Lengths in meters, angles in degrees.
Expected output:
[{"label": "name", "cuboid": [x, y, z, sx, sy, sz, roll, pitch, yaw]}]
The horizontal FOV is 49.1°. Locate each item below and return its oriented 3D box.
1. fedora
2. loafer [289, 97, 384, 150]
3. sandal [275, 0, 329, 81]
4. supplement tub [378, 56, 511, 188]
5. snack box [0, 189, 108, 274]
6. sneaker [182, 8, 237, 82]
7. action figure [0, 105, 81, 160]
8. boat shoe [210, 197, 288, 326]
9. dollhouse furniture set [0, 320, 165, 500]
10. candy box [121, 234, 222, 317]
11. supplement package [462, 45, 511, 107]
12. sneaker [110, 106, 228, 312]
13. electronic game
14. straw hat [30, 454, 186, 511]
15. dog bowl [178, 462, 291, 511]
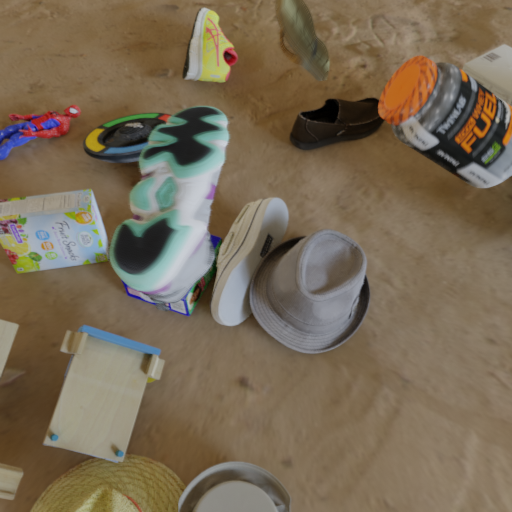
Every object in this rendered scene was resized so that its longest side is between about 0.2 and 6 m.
[{"label": "fedora", "cuboid": [1.105, 0.409, 9.787, 2.113, 1.079, 2.390, 41, 56, 12]}, {"label": "loafer", "cuboid": [1.996, -3.227, 13.095, 2.540, 0.906, 0.927, -23, 55, -18]}, {"label": "sandal", "cuboid": [0.843, -4.240, 11.135, 0.622, 2.305, 0.926, 4, 76, 28]}, {"label": "supplement tub", "cuboid": [2.898, -1.967, 8.242, 2.060, 1.262, 1.262, 25, 48, -21]}, {"label": "snack box", "cuboid": [-3.789, -0.439, 10.453, 1.772, 1.494, 0.600, -9, 51, -6]}, {"label": "sneaker", "cuboid": [-1.146, -5.506, 14.962, 1.333, 1.154, 2.952, 11, 51, -10]}, {"label": "action figure", "cuboid": [-5.376, -2.906, 13.037, 2.763, 0.714, 0.904, -29, 54, -25]}, {"label": "boat shoe", "cuboid": [-0.295, 0.041, 10.470, 0.907, 0.993, 2.760, 0, 58, 39]}, {"label": "dollhouse furniture set", "cuboid": [-3.127, 2.472, 8.637, 2.797, 1.825, 2.640, 20, 67, -21]}, {"label": "candy box", "cuboid": [-1.524, 0.195, 10.515, 1.334, 0.608, 1.577, 17, 54, 15]}, {"label": "supplement package", "cuboid": [5.409, -3.446, 12.665, 1.399, 1.844, 1.389, -29, 57, -22]}, {"label": "sneaker", "cuboid": [-1.036, -0.571, 8.006, 1.095, 1.970, 2.816, 16, 68, 16]}, {"label": "electronic game", "cuboid": [-2.767, -2.721, 12.649, 2.275, 0.473, 2.275, -6, 35, 4]}, {"label": "straw hat", "cuboid": [-2.065, 3.750, 7.272, 2.788, 1.180, 2.788, 0, 51, 1]}, {"label": "dog bowl", "cuboid": [-0.286, 3.732, 7.623, 1.691, 0.496, 1.691, 4, 51, -4]}]
